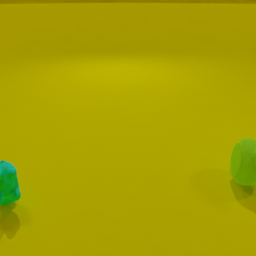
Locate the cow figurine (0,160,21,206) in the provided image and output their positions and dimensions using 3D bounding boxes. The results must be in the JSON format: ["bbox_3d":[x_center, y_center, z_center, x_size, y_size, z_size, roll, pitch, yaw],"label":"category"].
[{"bbox_3d":[-2.072,0.927,4.701,0.495,0.902,0.887,-8,18,-28],"label":"cow figurine"}]

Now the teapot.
[{"bbox_3d":[2.354,0.632,5.203,0.706,1.443,0.897,9,72,4],"label":"teapot"}]
